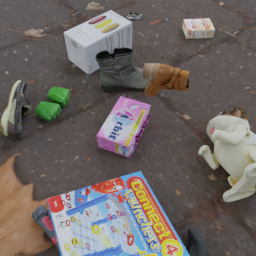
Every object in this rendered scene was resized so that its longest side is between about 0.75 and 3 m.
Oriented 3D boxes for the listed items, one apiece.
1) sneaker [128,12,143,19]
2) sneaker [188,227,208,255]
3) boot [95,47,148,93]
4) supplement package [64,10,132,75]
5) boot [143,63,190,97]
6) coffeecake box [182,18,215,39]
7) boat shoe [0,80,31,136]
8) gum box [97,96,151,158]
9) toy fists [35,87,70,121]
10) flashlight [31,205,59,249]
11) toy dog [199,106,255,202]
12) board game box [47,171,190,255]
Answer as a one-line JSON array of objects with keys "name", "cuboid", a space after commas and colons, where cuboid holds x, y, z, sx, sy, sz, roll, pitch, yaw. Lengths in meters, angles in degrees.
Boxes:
[{"name": "sneaker", "cuboid": [0.373, -5.673, 14.101, 0.791, 0.314, 0.292, 0, 50, -2]}, {"name": "sneaker", "cuboid": [1.698, 3.259, 7.019, 0.681, 0.570, 1.500, -11, 50, 0]}, {"name": "boot", "cuboid": [0.131, -2.235, 10.538, 2.598, 1.697, 0.880, -9, 53, -7]}, {"name": "supplement package", "cuboid": [-1.185, -3.666, 11.844, 2.527, 1.384, 1.437, -37, 61, -26]}, {"name": "boot", "cuboid": [1.165, -1.285, 8.326, 1.308, 1.690, 0.623, 12, 76, 14]}, {"name": "coffeecake box", "cuboid": [3.314, -4.710, 13.250, 1.270, 0.464, 0.975, -4, 52, -3]}, {"name": "boat shoe", "cuboid": [-3.861, -0.695, 9.965, 0.785, 0.887, 2.422, 7, 54, -10]}, {"name": "gum box", "cuboid": [-0.076, -0.118, 9.529, 1.159, 0.675, 2.042, 17, 54, 15]}, {"name": "toy fists", "cuboid": [-2.674, -0.885, 10.263, 0.764, 0.515, 1.499, 14, 55, 20]}, {"name": "flashlight", "cuboid": [-2.029, 2.652, 7.536, 1.382, 0.470, 0.468, 40, 36, 28]}, {"name": "toy dog", "cuboid": [3.402, 0.504, 8.415, 2.480, 1.785, 2.558, -11, 51, -14]}, {"name": "board game box", "cuboid": [-0.338, 2.629, 6.924, 2.670, 0.762, 2.727, -14, 47, -21]}]
